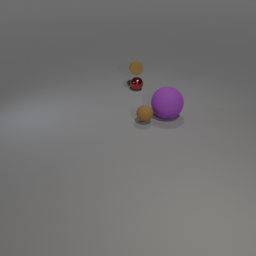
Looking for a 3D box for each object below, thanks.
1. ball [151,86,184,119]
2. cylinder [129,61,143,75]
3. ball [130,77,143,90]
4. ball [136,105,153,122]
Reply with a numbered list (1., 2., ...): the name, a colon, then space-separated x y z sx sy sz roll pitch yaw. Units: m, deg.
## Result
1. ball: 1.699 -1.094 12.098 1.400 1.400 1.400 0 30 0
2. cylinder: 0.429 -3.229 14.988 0.700 0.700 0.700 -1 16 -2
3. ball: 0.466 -2.377 14.992 0.700 0.700 0.700 0 30 0
4. ball: 0.699 -0.621 11.735 0.700 0.700 0.700 0 30 0
